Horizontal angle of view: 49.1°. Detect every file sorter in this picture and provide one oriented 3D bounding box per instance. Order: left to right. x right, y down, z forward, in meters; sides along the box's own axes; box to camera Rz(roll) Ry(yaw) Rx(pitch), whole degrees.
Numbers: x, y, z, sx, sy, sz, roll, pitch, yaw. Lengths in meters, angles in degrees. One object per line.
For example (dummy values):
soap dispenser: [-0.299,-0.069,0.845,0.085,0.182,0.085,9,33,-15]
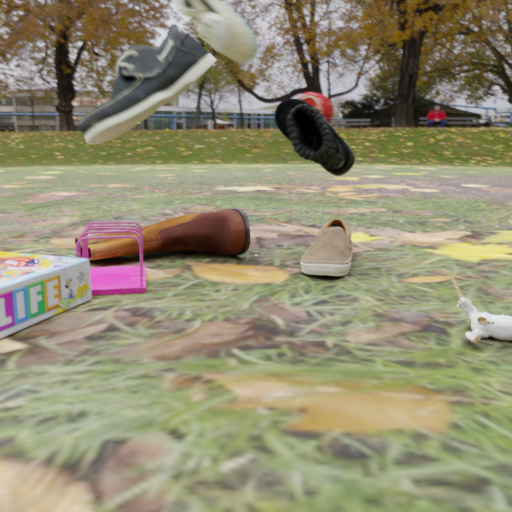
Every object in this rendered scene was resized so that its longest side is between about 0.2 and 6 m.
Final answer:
file sorter: [-2.469,-0.007,9.600,1.091,0.984,1.570,-2,12,-11]

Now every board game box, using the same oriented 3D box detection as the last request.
board game box: [-4.802,0.478,8.021,3.923,0.671,2.637,4,13,18]

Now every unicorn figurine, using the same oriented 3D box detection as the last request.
unicorn figurine: [3.008,0.838,6.974,1.497,0.553,1.028,22,11,26]

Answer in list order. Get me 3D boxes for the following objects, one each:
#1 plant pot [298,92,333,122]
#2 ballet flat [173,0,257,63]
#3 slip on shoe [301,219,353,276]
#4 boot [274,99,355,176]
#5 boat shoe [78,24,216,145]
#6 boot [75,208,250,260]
plant pot: [1.603,-4.138,15.860,1.006,1.006,0.916,5,5,21]
ballet flat: [-0.635,-2.970,7.020,0.514,0.556,1.649,-24,66,-31]
slip on shoe: [1.461,-0.180,10.920,0.959,0.764,2.522,4,13,19]
boot: [1.079,-3.015,13.033,2.682,1.009,2.005,45,17,25]
boat shoe: [-1.884,-2.810,9.088,1.128,1.062,3.141,-22,24,45]
boot: [-1.920,-0.407,11.418,3.019,1.034,2.842,-9,15,-32]
